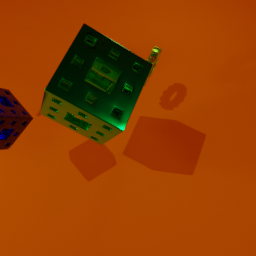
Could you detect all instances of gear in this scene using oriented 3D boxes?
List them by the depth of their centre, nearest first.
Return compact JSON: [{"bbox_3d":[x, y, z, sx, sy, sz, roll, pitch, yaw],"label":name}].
[{"bbox_3d":[0.584,-1.634,7.458,0.197,1.067,1.067,27,68,4],"label":"gear"}]

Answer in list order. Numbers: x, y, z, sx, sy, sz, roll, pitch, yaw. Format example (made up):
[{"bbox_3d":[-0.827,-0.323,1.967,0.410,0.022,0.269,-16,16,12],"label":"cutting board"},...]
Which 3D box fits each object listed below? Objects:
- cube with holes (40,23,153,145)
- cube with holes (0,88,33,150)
[{"bbox_3d":[-0.634,-0.699,5.197,1.378,1.378,1.378,28,69,-12],"label":"cube with holes"},{"bbox_3d":[-2.607,-0.185,5.365,0.881,0.881,0.881,46,104,15],"label":"cube with holes"}]
